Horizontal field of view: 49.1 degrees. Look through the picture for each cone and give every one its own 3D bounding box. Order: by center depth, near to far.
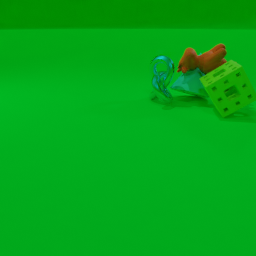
[{"bbox_3d":[2.238,-1.827,9.324,1.361,1.366,1.361,14,6,-2],"label":"cone"}]

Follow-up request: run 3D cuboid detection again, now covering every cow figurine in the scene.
[{"bbox_3d":[2.436,-1.932,8.781,1.549,1.574,0.864,-32,21,30],"label":"cow figurine"}]

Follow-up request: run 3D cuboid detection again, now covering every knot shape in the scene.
[{"bbox_3d":[1.069,-1.455,9.168,0.724,1.567,1.466,0,-13,-1],"label":"knot shape"}]

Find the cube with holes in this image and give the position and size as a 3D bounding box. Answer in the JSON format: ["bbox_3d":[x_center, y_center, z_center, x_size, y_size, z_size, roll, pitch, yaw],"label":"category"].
[{"bbox_3d":[2.800,-1.121,7.891,1.033,1.033,1.033,-30,17,16],"label":"cube with holes"}]
